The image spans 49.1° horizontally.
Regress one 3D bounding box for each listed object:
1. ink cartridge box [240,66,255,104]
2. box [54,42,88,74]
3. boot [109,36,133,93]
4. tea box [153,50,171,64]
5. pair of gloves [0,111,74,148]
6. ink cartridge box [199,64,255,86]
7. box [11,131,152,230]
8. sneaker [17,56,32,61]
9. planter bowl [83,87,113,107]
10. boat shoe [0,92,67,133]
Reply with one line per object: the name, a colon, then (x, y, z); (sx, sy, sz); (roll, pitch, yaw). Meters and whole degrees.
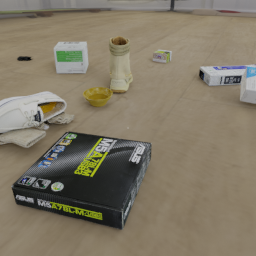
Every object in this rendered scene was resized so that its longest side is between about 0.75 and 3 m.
ink cartridge box: (5.087, -1.391, 9.825); (2.023, 0.675, 1.171); (12, 58, 10)
box: (-2.759, -3.473, 13.772); (1.455, 1.252, 1.462); (-1, 30, -2)
boot: (-0.307, -2.842, 11.784); (0.951, 2.031, 2.613); (3, 28, 6)
tea box: (1.877, -3.928, 15.389); (0.790, 0.528, 0.777); (15, 32, 26)
pair of gloves: (-3.040, -0.080, 8.372); (2.132, 0.440, 2.507); (6, 27, 19)
ink cartridge box: (4.709, -2.384, 12.543); (2.724, 0.534, 1.354); (-4, 28, -4)
box: (-0.850, 0.964, 6.270); (2.338, 0.575, 2.421); (6, 29, 17)
sneaker: (-5.709, -3.874, 15.593); (0.812, 0.244, 0.424); (-18, 28, -36)
planter bowl: (-1.080, -1.060, 10.133); (1.066, 0.444, 1.066); (1, 33, 0)
boat shoe: (-2.710, -0.403, 7.741); (0.834, 0.847, 2.390); (21, 28, 29)
